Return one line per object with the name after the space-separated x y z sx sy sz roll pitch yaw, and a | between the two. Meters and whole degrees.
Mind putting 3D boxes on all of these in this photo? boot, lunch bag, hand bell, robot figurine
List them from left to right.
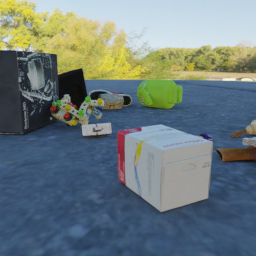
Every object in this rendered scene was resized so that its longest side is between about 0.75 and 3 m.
-1.180 -1.890 17.559 2.614 0.946 1.885 6 11 -11 | boot
-0.975 -1.497 15.794 1.230 0.882 1.500 -3 8 -13 | lunch bag
1.761 -2.028 16.456 2.826 1.635 2.479 10 16 38 | robot figurine
3.103 0.646 7.661 1.314 0.450 1.237 -5 19 11 | boot
4.064 0.137 9.772 1.094 0.570 0.570 -17 17 -13 | hand bell

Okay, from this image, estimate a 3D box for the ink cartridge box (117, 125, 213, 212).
0.654 0.676 5.450 1.149 1.143 1.581 -7 14 -28 | ink cartridge box

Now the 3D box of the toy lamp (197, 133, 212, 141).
1.971 0.308 8.305 1.285 0.374 0.374 5 9 -29 | toy lamp

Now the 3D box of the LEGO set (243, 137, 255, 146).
3.810 0.659 6.635 0.803 0.746 1.957 -4 7 -31 | LEGO set

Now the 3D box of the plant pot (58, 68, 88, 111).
-3.388 -1.928 15.093 1.959 2.209 2.203 -14 14 -17 | plant pot

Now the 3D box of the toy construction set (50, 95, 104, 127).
-2.195 -0.802 11.338 2.326 1.072 1.525 17 57 36 | toy construction set

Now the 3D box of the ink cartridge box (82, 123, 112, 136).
-1.104 0.050 9.776 0.903 0.374 0.662 -5 1 -20 | ink cartridge box

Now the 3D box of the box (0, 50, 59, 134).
-4.168 -1.504 11.052 1.819 2.936 2.886 3 13 15 | box
